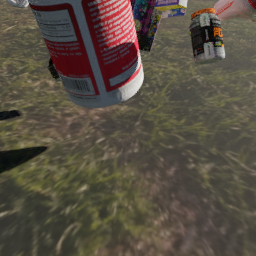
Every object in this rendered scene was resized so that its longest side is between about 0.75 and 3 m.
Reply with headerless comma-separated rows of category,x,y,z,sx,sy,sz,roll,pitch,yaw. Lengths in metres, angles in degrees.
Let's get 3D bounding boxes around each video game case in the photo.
video game case,-0.231,-3.565,7.280,2.587,2.854,0.511,5,39,-16

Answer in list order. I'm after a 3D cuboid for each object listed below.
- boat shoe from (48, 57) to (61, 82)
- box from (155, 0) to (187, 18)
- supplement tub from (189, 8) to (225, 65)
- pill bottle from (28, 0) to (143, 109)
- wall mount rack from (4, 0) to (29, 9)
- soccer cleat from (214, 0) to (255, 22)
boat shoe,-1.622,-1.527,6.574,0.480,0.405,1.346,-28,32,4
box,0.910,-2.837,5.573,0.272,1.141,0.696,0,13,-39
supplement tub,1.944,-2.248,6.944,0.748,1.221,0.748,-9,2,0
pill bottle,-0.635,-1.654,4.225,1.413,2.518,1.413,-8,41,7
wall mount rack,-2.304,-3.865,6.532,0.889,2.072,2.385,28,11,-23
soccer cleat,2.352,-2.134,4.487,2.248,0.771,0.958,-22,5,-30
